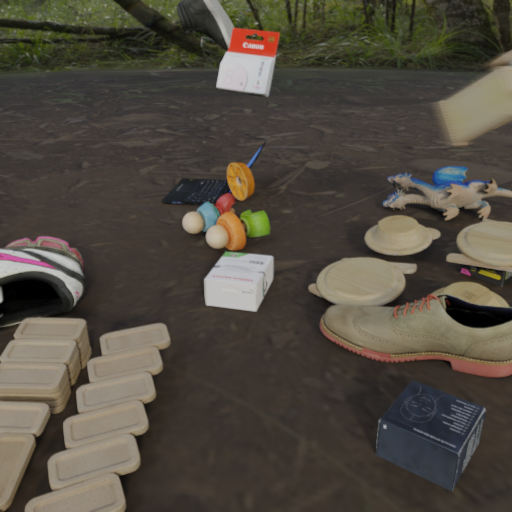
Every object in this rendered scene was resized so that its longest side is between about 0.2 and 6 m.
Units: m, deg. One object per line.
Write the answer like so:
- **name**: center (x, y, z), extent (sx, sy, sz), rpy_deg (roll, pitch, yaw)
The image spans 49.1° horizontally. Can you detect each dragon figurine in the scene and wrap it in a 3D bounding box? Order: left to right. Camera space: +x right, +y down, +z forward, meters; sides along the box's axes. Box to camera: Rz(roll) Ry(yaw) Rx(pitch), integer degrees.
- **dragon figurine**: center (4.535, -1.469, 12.731), extent (3.224, 0.949, 1.603), rpy_deg (-7, 25, -13)

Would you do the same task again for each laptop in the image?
- **laptop**: center (-1.003, -2.091, 13.883), extent (2.298, 1.187, 2.037), rpy_deg (3, 23, 7)

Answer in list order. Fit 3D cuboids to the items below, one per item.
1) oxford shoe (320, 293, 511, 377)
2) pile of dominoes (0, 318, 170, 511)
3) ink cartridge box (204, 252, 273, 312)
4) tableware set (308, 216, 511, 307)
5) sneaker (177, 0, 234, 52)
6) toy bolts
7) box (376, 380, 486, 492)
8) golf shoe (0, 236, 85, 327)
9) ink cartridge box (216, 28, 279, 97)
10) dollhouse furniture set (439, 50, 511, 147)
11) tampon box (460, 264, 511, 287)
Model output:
- **oxford shoe**: center (2.115, 0.821, 7.317), extent (2.577, 0.964, 0.908), rpy_deg (5, 34, 15)
- **pile of dominoes**: center (-2.481, 1.945, 5.822), extent (2.781, 0.568, 3.568), rpy_deg (1, 32, 1)
- **ink cartridge box**: center (-0.258, 0.390, 9.009), extent (0.854, 0.493, 1.169), rpy_deg (6, 24, 13)
- **tableware set**: center (2.839, 0.176, 9.081), extent (3.027, 0.420, 3.624), rpy_deg (14, 38, 32)
- **sneaker**: center (-1.033, -4.824, 11.860), extent (0.861, 1.736, 0.614), rpy_deg (-14, 54, 22)
- **toy bolts**: center (-0.761, -0.908, 11.005), extent (1.174, 1.618, 1.693), rpy_deg (-20, 12, -27)
- **box**: center (1.784, 1.802, 5.730), extent (0.820, 0.508, 0.806), rpy_deg (17, 29, 34)
- **golf shoe**: center (-4.186, 0.420, 8.077), extent (3.274, 1.188, 1.507), rpy_deg (-6, 25, -14)
- **ink cartridge box**: center (-0.139, -3.245, 9.325), extent (0.871, 1.072, 0.306), rpy_deg (12, 9, 15)
- **dollhouse furniture set**: center (3.793, -2.205, 8.420), extent (1.689, 1.551, 1.099), rpy_deg (-10, -10, -36)
- **tampon box**: center (4.187, -0.012, 9.736), extent (1.034, 0.653, 0.775), rpy_deg (-20, 30, -38)
